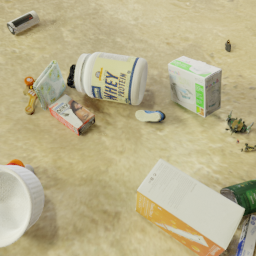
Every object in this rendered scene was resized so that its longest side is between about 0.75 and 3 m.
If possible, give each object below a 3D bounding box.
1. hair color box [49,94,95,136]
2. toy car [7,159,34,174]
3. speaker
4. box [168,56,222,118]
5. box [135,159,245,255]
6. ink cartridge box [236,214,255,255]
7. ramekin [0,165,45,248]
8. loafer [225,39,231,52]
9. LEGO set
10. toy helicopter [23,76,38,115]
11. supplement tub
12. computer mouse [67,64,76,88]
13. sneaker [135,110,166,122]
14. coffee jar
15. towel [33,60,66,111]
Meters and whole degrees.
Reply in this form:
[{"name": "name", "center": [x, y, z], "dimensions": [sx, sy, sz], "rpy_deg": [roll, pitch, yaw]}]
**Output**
[{"name": "hair color box", "center": [-2.323, -0.562, 11.635], "dimensions": [1.761, 0.563, 0.977], "rpy_deg": [35, 60, 21]}, {"name": "toy car", "center": [-3.944, 1.685, 9.707], "dimensions": [1.131, 0.969, 1.292], "rpy_deg": [-3, 53, -3]}, {"name": "speaker", "center": [-5.758, -5.822, 15.468], "dimensions": [0.691, 0.691, 1.702], "rpy_deg": [37, 61, 24]}, {"name": "box", "center": [2.720, -1.731, 11.401], "dimensions": [0.989, 1.805, 2.045], "rpy_deg": [-30, 42, -21]}, {"name": "box", "center": [1.749, 2.523, 8.596], "dimensions": [2.807, 1.746, 1.368], "rpy_deg": [30, 59, 20]}, {"name": "ink cartridge box", "center": [3.657, 3.446, 8.575], "dimensions": [0.320, 0.680, 1.446], "rpy_deg": [22, 56, 16]}, {"name": "ramekin", "center": [-3.765, 2.260, 8.582], "dimensions": [2.382, 1.161, 2.382], "rpy_deg": [0, 89, 10]}, {"name": "loafer", "center": [5.209, -4.274, 14.558], "dimensions": [0.291, 0.289, 0.799], "rpy_deg": [2, 54, 0]}, {"name": "LEGO set", "center": [4.446, 0.156, 11.259], "dimensions": [1.168, 0.510, 1.799], "rpy_deg": [3, 66, 5]}, {"name": "toy helicopter", "center": [-4.056, -1.366, 12.302], "dimensions": [1.183, 0.706, 1.790], "rpy_deg": [9, 64, -5]}, {"name": "supplement tub", "center": [-0.666, -2.129, 11.883], "dimensions": [2.735, 1.983, 1.983], "rpy_deg": [10, 54, 10]}, {"name": "computer mouse", "center": [-1.779, -2.478, 13.079], "dimensions": [2.280, 0.525, 1.601], "rpy_deg": [6, 53, 5]}, {"name": "sneaker", "center": [0.969, -0.501, 11.683], "dimensions": [1.266, 0.486, 0.704], "rpy_deg": [5, 5, 39]}, {"name": "coffee jar", "center": [4.322, 2.153, 9.202], "dimensions": [2.294, 1.196, 0.979], "rpy_deg": [-14, 79, -9]}, {"name": "towel", "center": [-3.301, -1.794, 11.974], "dimensions": [0.417, 1.483, 1.732], "rpy_deg": [15, 54, 13]}]
